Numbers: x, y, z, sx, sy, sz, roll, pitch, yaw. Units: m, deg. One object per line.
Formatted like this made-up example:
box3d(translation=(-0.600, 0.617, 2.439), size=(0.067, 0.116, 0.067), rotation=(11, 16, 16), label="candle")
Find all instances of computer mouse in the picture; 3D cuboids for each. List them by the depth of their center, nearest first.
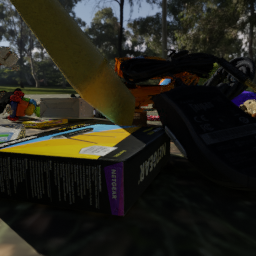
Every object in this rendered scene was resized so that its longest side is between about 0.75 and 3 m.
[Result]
box3d(translation=(1.203, -0.205, 3.781), size=(1.886, 0.618, 2.685), rotation=(-14, 44, -25), label="computer mouse")

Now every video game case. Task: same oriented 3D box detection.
box3d(translation=(-3.191, 0.288, 4.258), size=(2.950, 0.325, 2.689), rotation=(-2, 8, -17), label="video game case")

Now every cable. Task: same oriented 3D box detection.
box3d(translation=(2.035, -0.916, 7.429), size=(2.304, 0.717, 2.824), rotation=(-47, 6, -12), label="cable")

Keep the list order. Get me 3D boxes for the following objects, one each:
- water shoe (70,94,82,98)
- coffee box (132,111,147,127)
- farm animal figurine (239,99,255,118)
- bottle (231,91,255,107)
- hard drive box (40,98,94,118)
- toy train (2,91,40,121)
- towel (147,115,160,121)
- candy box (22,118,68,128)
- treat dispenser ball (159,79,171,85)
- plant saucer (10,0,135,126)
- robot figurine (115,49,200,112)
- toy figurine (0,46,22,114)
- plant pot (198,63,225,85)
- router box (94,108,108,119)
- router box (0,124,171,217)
box3d(translation=(-2.373, -1.658, 16.144), size=(1.987, 0.784, 0.710), rotation=(0, 8, -1), label="water shoe")
box3d(translation=(0.113, -0.314, 7.854), size=(0.686, 0.478, 1.200), rotation=(-1, 8, -7), label="coffee box")
box3d(translation=(4.039, -0.563, 8.215), size=(1.666, 0.869, 1.648), rotation=(-4, 9, -28), label="farm animal figurine")
box3d(translation=(4.233, -0.918, 10.508), size=(1.175, 0.919, 2.814), rotation=(2, 8, 19), label="bottle")
box3d(translation=(-1.882, -0.617, 8.937), size=(1.241, 0.612, 1.593), rotation=(1, 2, 9), label="hard drive box")
box3d(translation=(-3.160, -0.537, 8.782), size=(1.088, 0.796, 1.881), rotation=(10, 17, -15), label="toy train")
box3d(translation=(1.174, -0.350, 9.348), size=(1.246, 0.140, 0.901), rotation=(2, 8, 12), label="towel")
box3d(translation=(-2.315, -0.150, 7.879), size=(0.599, 0.155, 1.172), rotation=(0, 7, 29), label="candy box")
box3d(translation=(2.140, -1.520, 11.965), size=(1.756, 1.756, 1.756), rotation=(0, 8, 0), label="treat dispenser ball")
box3d(translation=(-0.699, -1.095, 4.478), size=(0.536, 2.212, 2.212), rotation=(-39, -20, 4), label="plant saucer")
box3d(translation=(0.772, -1.075, 6.974), size=(2.415, 1.751, 0.703), rotation=(-4, 40, -23), label="robot figurine")
box3d(translation=(-5.102, -1.684, 9.737), size=(2.596, 2.555, 1.806), rotation=(-12, 15, -37), label="toy figurine")
box3d(translation=(3.129, -1.793, 13.515), size=(2.427, 2.271, 2.271), rotation=(-15, 9, 0), label="plant pot")
box3d(translation=(-0.543, -0.593, 10.176), size=(1.401, 0.366, 1.102), rotation=(-7, 11, -41), label="router box")
box3d(translation=(-0.404, 0.318, 3.318), size=(1.494, 0.512, 2.004), rotation=(3, 9, 18), label="router box")
